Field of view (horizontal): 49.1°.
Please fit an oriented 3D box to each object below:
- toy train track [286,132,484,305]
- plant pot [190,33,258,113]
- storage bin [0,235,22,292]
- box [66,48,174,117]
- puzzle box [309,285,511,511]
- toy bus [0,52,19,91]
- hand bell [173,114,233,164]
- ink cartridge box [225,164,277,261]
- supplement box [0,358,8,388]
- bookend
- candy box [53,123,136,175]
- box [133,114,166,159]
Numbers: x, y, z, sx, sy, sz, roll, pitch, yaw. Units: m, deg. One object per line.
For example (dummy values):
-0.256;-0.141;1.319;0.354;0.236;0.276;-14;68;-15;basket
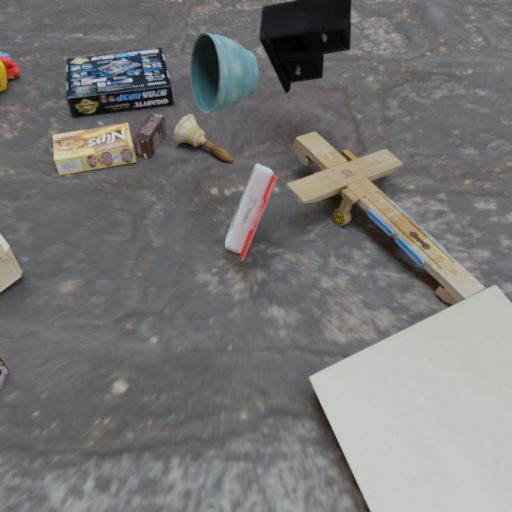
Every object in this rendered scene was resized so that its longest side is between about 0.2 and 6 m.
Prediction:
1.922;-0.596;8.995;2.251;0.638;3.924;-22;56;-29;toy train track
-0.396;-2.492;7.673;0.687;1.025;1.025;-9;46;-26;plant pot
-5.664;-0.216;7.923;3.285;1.551;3.309;-32;54;-25;storage bin
-2.918;-3.720;11.908;2.139;0.492;1.700;-10;48;-9;box
2.438;2.359;5.718;2.572;0.491;3.866;-26;50;2;puzzle box
-5.787;-3.899;11.838;1.520;1.074;1.583;-11;48;-32;toy bus
-0.917;-2.073;10.465;1.182;0.615;0.615;37;56;14;hand bell
-0.102;-0.649;8.060;0.278;1.278;1.109;21;11;-7;ink cartridge box
-3.873;1.596;7.035;1.224;0.373;0.666;3;47;1;supplement box
1.001;-3.596;9.567;1.492;1.501;0.691;-2;70;19;bookend
-2.992;-1.985;10.362;1.408;0.389;0.813;-11;48;-10;candy box
-2.005;-2.272;10.613;0.320;0.428;0.854;9;47;9;box
